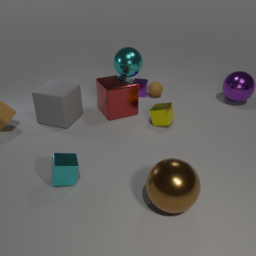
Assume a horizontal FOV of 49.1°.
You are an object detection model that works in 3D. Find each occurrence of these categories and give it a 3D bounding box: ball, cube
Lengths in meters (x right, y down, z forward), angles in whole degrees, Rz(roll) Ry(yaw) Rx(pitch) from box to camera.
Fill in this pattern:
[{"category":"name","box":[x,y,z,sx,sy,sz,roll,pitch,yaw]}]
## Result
[{"category":"ball","box":[1.330,-1.871,13.505,0.700,0.700,0.700,0,31,0]},{"category":"cube","box":[1.372,-0.554,11.196,0.700,0.700,0.700,-2,26,31]},{"category":"cube","box":[-2.821,-1.000,11.413,1.400,1.400,1.400,10,32,17]},{"category":"cube","box":[0.591,-1.977,13.736,0.700,0.700,0.700,6,32,10]},{"category":"ball","box":[1.164,1.485,7.273,1.400,1.400,1.400,0,31,0]},{"category":"ball","box":[0.003,-3.103,13.226,1.400,1.400,1.400,0,31,0]},{"category":"cube","box":[-4.877,-0.464,10.741,0.700,0.700,0.700,-32,27,37]},{"category":"cube","box":[-0.458,-1.355,12.010,1.400,1.400,1.400,-13,34,-21]},{"category":"ball","box":[5.024,-1.879,12.737,1.400,1.400,1.400,0,31,0]},{"category":"cube","box":[-1.876,1.214,8.282,0.700,0.700,0.700,3,28,-19]}]
